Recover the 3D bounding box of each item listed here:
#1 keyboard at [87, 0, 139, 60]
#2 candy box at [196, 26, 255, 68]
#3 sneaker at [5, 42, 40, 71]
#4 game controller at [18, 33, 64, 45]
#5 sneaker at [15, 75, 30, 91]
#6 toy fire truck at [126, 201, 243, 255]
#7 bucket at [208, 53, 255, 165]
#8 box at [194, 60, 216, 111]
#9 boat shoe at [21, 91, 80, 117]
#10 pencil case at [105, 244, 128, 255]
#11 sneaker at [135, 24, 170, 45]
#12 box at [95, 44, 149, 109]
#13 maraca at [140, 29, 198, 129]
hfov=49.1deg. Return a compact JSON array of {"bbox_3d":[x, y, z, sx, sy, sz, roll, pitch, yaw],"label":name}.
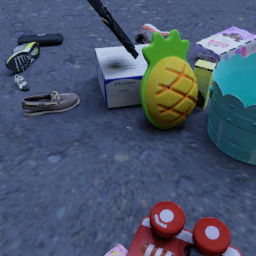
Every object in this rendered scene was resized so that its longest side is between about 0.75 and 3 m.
[{"bbox_3d":[-0.447,-2.820,7.501,0.294,2.856,1.815,-37,53,12],"label":"keyboard"},{"bbox_3d":[3.956,-3.223,11.158,1.892,0.677,1.587,-25,40,-9],"label":"candy box"},{"bbox_3d":[-4.303,-2.832,11.172,0.827,0.755,2.044,3,33,14],"label":"sneaker"},{"bbox_3d":[-3.984,-4.064,12.825,2.011,0.423,1.049,-5,27,-7],"label":"game controller"},{"bbox_3d":[-3.803,-1.625,9.955,0.856,0.379,0.317,34,50,31],"label":"sneaker"},{"bbox_3d":[0.896,2.356,4.867,1.925,1.079,1.617,17,49,18],"label":"toy fire truck"},{"bbox_3d":[3.571,-0.536,7.524,2.949,1.918,2.949,0,41,0],"label":"bucket"},{"bbox_3d":[2.270,-1.291,8.672,0.577,1.534,0.384,21,45,23],"label":"box"},{"bbox_3d":[-2.445,-0.851,8.929,1.795,0.534,0.645,-13,43,-14],"label":"boat shoe"},{"bbox_3d":[-0.414,2.605,5.037,0.469,0.469,1.072,32,51,31],"label":"pencil case"},{"bbox_3d":[1.304,-3.537,11.975,1.038,0.977,2.534,-46,53,-9],"label":"sneaker"},{"bbox_3d":[0.047,-1.830,9.568,2.042,1.165,2.221,-8,41,-10],"label":"box"},{"bbox_3d":[1.142,-1.307,7.926,1.894,2.763,1.478,-19,23,-30],"label":"maraca"}]
